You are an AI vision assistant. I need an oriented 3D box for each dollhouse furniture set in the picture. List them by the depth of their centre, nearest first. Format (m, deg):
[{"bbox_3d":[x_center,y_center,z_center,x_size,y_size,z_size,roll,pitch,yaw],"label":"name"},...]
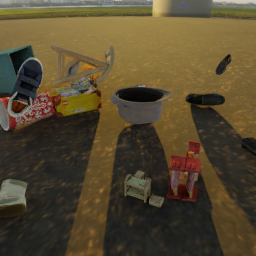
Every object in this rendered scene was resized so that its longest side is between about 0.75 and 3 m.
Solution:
[{"bbox_3d":[0.566,1.510,7.668,1.041,0.579,0.920,13,30,23],"label":"dollhouse furniture set"},{"bbox_3d":[1.631,1.045,8.042,0.805,1.065,1.979,6,29,12],"label":"dollhouse furniture set"}]

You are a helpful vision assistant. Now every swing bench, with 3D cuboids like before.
[{"bbox_3d":[-2.289,-3.167,14.478,2.997,1.944,2.981,-1,10,-9],"label":"swing bench"}]

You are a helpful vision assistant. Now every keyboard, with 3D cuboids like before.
[{"bbox_3d":[4.515,0.715,9.662,0.936,0.152,1.473,-10,29,-19],"label":"keyboard"}]

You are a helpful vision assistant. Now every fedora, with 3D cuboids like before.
[{"bbox_3d":[0.531,-0.889,11.604,2.582,1.166,2.284,9,28,25],"label":"fedora"}]

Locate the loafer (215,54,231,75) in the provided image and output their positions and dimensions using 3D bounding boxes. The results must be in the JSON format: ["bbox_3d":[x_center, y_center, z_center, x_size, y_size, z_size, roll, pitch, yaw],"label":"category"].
[{"bbox_3d":[2.975,-2.001,8.760,0.287,0.285,0.787,27,72,24],"label":"loafer"}]

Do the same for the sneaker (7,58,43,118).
[{"bbox_3d":[-3.021,-1.138,8.322,0.734,1.870,0.743,18,13,-27],"label":"sneaker"}]

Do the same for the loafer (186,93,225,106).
[{"bbox_3d":[3.558,-1.279,12.986,1.778,0.604,0.624,6,26,24],"label":"loafer"}]

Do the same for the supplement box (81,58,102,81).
[{"bbox_3d":[-2.183,-3.656,17.275,0.833,0.806,2.421,2,27,5],"label":"supplement box"}]

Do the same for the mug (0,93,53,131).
[{"bbox_3d":[-4.276,-0.837,11.470,1.917,1.279,1.701,-19,35,-38],"label":"mug"}]

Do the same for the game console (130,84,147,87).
[{"bbox_3d":[0.542,-2.125,15.046,0.956,0.168,1.081,2,27,4],"label":"game console"}]

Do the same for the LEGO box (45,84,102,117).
[{"bbox_3d":[-2.474,-1.334,12.821,2.118,0.817,1.577,-15,31,-26],"label":"LEGO box"}]

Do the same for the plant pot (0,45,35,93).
[{"bbox_3d":[-6.659,-3.063,14.919,2.926,2.068,2.067,-1,27,15],"label":"plant pot"}]

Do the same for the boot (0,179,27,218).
[{"bbox_3d":[-3.327,1.805,7.207,1.374,0.495,1.063,-2,28,-16],"label":"boot"}]

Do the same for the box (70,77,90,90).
[{"bbox_3d":[-2.196,-2.091,13.014,0.355,0.326,1.013,16,31,28],"label":"box"}]
